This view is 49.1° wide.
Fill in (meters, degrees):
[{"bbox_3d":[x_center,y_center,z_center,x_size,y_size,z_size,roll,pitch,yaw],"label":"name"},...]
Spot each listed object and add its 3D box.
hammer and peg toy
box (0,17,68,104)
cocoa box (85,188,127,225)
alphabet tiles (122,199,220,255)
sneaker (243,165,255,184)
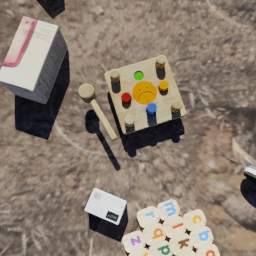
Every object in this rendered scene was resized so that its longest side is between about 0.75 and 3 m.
[{"bbox_3d":[0.116,-0.837,8.379,2.836,1.000,2.086,-18,81,-4],"label":"hammer and peg toy"},{"bbox_3d":[-2.794,-1.983,8.428,1.137,1.335,2.088,17,79,4],"label":"box"},{"bbox_3d":[-0.606,2.199,7.918,1.005,0.659,0.670,22,79,4],"label":"cocoa box"},{"bbox_3d":[1.207,3.395,7.918,2.460,0.184,2.515,-19,79,-3],"label":"alphabet tiles"},{"bbox_3d":[4.657,1.200,7.915,2.455,1.026,1.482,23,82,3],"label":"sneaker"}]
